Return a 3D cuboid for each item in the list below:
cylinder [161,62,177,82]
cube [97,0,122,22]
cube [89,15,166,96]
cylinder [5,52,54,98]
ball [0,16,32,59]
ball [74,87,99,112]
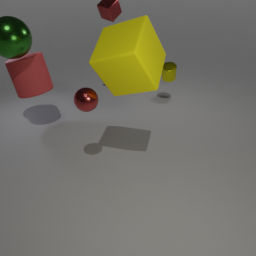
[{"bbox_3d":[1.948,-2.662,13.318,0.700,0.700,0.700,-3,52,3],"label":"cylinder"},{"bbox_3d":[-0.802,-5.192,12.194,0.700,0.700,0.700,28,72,27],"label":"cube"},{"bbox_3d":[0.045,-1.891,7.589,1.400,1.400,1.400,-4,54,30],"label":"cube"},{"bbox_3d":[-3.744,-2.026,10.713,1.400,1.400,1.400,-11,24,5],"label":"cylinder"},{"bbox_3d":[-3.991,-3.061,9.526,1.400,1.400,1.400,0,29,0],"label":"ball"},{"bbox_3d":[-1.186,-0.804,7.949,0.700,0.700,0.700,0,29,0],"label":"ball"}]
